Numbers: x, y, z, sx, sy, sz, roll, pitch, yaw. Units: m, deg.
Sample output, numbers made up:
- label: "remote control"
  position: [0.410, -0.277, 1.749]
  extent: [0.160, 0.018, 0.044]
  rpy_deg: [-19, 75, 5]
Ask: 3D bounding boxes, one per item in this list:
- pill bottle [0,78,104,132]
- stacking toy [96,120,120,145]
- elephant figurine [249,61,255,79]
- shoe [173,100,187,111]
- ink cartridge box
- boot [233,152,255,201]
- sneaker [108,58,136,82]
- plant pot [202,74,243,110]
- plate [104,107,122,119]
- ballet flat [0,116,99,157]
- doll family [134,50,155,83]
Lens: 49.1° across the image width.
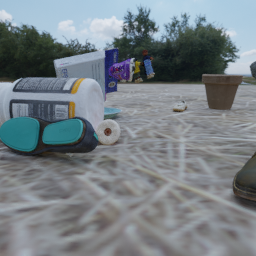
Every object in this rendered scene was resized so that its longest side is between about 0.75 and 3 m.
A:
- label: "pill bottle"
  position: [-2.062, -0.485, 7.043]
  extent: [2.671, 1.554, 1.554]
  rpy_deg: [3, 11, 14]
- label: "stacking toy"
  position: [-0.388, 0.147, 6.951]
  extent: [0.605, 0.605, 0.828]
  rpy_deg: [3, -8, 16]
- label: "elephant figurine"
  position: [3.433, -0.474, 5.954]
  extent: [1.491, 1.922, 1.360]
  rpy_deg: [1, 12, 13]
- label: "shoe"
  position: [2.420, -1.027, 12.991]
  extent: [0.529, 0.404, 1.514]
  rpy_deg: [4, 12, 22]
- label: "ink cartridge box"
  position: [-1.524, -1.898, 11.311]
  extent: [2.527, 2.481, 0.547]
  rpy_deg: [-15, 56, -13]
- label: "boot"
  position: [2.169, 0.289, 4.227]
  extent: [0.853, 1.107, 2.284]
  rpy_deg: [8, 14, 37]
- label: "sneaker"
  position: [-0.226, -1.777, 8.759]
  extent: [0.687, 0.664, 1.646]
  rpy_deg: [9, -4, -18]
- label: "plant pot"
  position: [4.491, -1.755, 13.497]
  extent: [1.878, 1.638, 1.878]
  rpy_deg: [0, 11, 0]
- label: "plate"
  position: [-1.338, -0.561, 10.908]
  extent: [2.233, 0.285, 2.233]
  rpy_deg: [-1, 12, 0]
- label: "ballet flat"
  position: [-1.625, 0.207, 5.842]
  extent: [2.420, 0.884, 0.884]
  rpy_deg: [-1, 9, 30]
- label: "doll family"
  position: [0.496, -2.194, 9.981]
  extent: [0.606, 0.892, 1.544]
  rpy_deg: [-10, 0, -41]
